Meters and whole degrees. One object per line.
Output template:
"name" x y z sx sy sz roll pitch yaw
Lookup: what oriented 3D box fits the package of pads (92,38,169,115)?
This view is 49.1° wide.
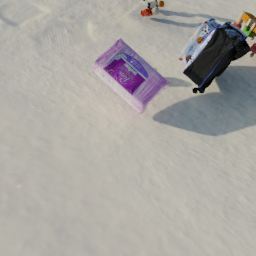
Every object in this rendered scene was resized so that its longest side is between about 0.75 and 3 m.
"package of pads" 0.075 -1.643 9.041 2.216 0.838 1.335 43 74 3

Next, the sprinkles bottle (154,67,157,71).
"sprinkles bottle" 0.367 -1.986 10.230 1.356 0.463 0.463 -1 52 0

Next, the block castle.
"block castle" 4.996 -3.471 10.728 1.437 1.009 2.151 8 43 -18

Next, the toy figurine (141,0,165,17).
"toy figurine" 1.054 -5.762 12.555 0.892 1.283 1.263 4 43 31

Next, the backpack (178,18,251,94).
"backpack" 2.986 -2.636 9.648 2.217 2.328 1.793 -28 76 -44
